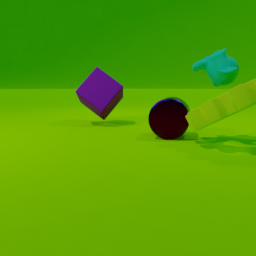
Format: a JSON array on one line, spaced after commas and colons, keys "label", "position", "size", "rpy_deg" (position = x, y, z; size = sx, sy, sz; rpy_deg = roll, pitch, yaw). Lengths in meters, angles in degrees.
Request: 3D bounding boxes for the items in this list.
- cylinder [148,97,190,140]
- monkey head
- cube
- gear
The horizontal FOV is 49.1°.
[{"label": "cylinder", "position": [0.990, -0.252, 6.527], "size": [0.909, 0.909, 0.909], "rpy_deg": [2, 9, 14]}, {"label": "monkey head", "position": [1.782, -1.154, 5.670], "size": [0.823, 0.689, 1.144], "rpy_deg": [-21, -7, 2]}, {"label": "cube", "position": [-0.837, -1.025, 8.559], "size": [1.012, 1.012, 1.012], "rpy_deg": [37, -11, 7]}, {"label": "gear", "position": [2.152, -0.520, 5.494], "size": [2.034, 0.376, 2.034], "rpy_deg": [-24, -7, -3]}]
